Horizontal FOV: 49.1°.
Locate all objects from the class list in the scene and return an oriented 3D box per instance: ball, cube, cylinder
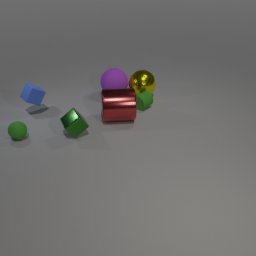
[{"bbox_3d":[-0.686,-2.319,14.127,1.400,1.400,1.400,0,29,0],"label":"ball"},{"bbox_3d":[-2.064,-0.204,10.824,0.700,0.700,0.700,-40,46,3],"label":"cube"},{"bbox_3d":[-0.409,-0.990,12.002,1.400,1.400,1.400,-3,30,-6],"label":"cylinder"},{"bbox_3d":[0.728,-2.240,14.219,1.400,1.400,1.400,0,29,0],"label":"ball"},{"bbox_3d":[0.725,-1.286,13.210,0.700,0.700,0.700,24,41,36],"label":"cylinder"},{"bbox_3d":[-4.237,0.087,10.755,0.700,0.700,0.700,0,29,0],"label":"ball"},{"bbox_3d":[-4.207,-1.493,12.396,0.700,0.700,0.700,16,15,-49],"label":"cube"}]
